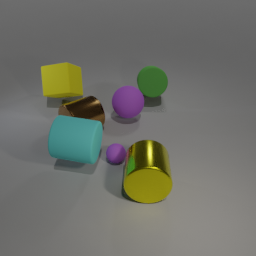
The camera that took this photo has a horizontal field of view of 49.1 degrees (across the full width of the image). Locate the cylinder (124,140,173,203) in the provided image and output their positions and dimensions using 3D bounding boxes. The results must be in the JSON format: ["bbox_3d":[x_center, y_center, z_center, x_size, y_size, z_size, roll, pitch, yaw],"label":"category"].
[{"bbox_3d":[0.596,1.299,8.531,1.400,1.400,1.400,1,31,2],"label":"cylinder"}]

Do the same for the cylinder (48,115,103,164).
[{"bbox_3d":[-1.662,0.373,9.067,1.400,1.400,1.400,9,32,6],"label":"cylinder"}]

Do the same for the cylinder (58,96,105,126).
[{"bbox_3d":[-1.883,-0.466,11.411,1.400,1.400,1.400,-25,39,-34],"label":"cylinder"}]

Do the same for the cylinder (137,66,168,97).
[{"bbox_3d":[1.144,-2.266,13.512,1.400,1.400,1.400,0,15,0],"label":"cylinder"}]

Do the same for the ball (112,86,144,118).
[{"bbox_3d":[-0.001,-1.124,12.104,1.400,1.400,1.400,0,32,0],"label":"ball"}]

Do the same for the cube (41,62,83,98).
[{"bbox_3d":[-3.111,-2.225,13.358,1.400,1.400,1.400,-4,1,17],"label":"cube"}]

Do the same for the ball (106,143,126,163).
[{"bbox_3d":[-0.419,0.889,9.833,0.700,0.700,0.700,0,32,0],"label":"ball"}]
